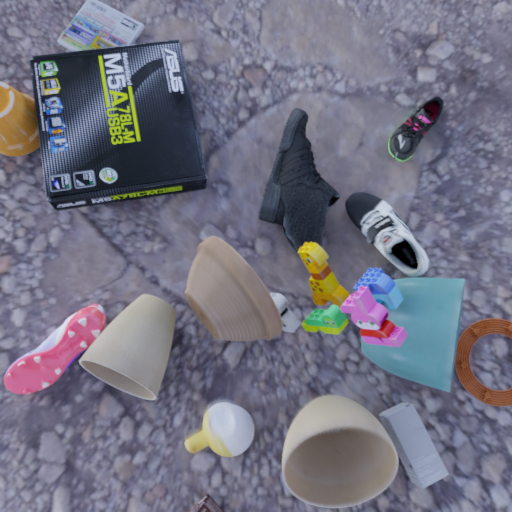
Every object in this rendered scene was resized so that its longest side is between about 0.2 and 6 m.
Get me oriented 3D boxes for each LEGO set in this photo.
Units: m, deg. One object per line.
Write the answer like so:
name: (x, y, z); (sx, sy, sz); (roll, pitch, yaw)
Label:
LEGO set: (1.206, 0.530, 9.714); (1.227, 3.218, 1.320); (-44, 114, -30)

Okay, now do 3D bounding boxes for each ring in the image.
ring: (4.688, 2.043, 10.836); (1.687, 0.162, 1.687); (0, 78, 0)

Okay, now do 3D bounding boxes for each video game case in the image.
video game case: (-3.440, -4.914, 12.431); (1.447, 0.160, 1.317); (29, 79, 6)

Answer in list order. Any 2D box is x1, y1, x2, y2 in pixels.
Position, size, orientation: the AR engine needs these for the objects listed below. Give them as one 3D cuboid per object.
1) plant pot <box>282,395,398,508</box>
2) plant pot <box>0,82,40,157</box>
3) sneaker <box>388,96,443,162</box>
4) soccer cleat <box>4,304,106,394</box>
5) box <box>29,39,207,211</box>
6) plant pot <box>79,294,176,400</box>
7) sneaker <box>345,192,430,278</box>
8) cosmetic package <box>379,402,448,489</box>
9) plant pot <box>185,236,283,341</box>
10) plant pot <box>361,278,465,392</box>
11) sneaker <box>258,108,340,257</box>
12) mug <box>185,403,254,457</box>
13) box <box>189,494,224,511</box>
plant pot: (1.362, 3.224, 9.840); (1.939, 1.302, 1.939); (-1, 119, -3)
plant pot: (-5.087, -2.883, 11.412); (1.332, 1.219, 1.332); (0, 77, 0)
sneaker: (3.314, -2.689, 11.641); (0.637, 0.695, 1.659); (34, 79, 7)
soccer cleat: (-3.783, 1.782, 10.680); (2.306, 0.882, 0.769); (-39, 106, 7)
box: (-2.802, -2.714, 11.484); (3.124, 0.769, 3.235); (-9, 77, -7)
plant pot: (-2.173, 1.593, 10.398); (1.520, 1.520, 1.623); (23, 62, 5)
sneaker: (2.560, -0.461, 10.898); (2.142, 0.948, 0.794); (46, 104, 11)
cosmetic package: (2.849, 3.420, 10.228); (0.619, 0.733, 1.373); (-27, 77, -6)
plant pot: (-0.574, 0.794, 10.034); (0.995, 2.155, 2.155); (-37, 80, -18)
plant pot: (2.817, 1.293, 10.151); (1.606, 2.001, 2.001); (8, 76, 22)
sneaker: (1.018, -1.424, 11.304); (1.530, 0.881, 2.934); (17, 82, 3)
mug: (-0.602, 3.155, 10.033); (0.929, 0.952, 1.160); (26, 69, 18)
box: (-0.906, 4.766, 9.852); (0.706, 0.851, 0.699); (-44, 80, -10)
